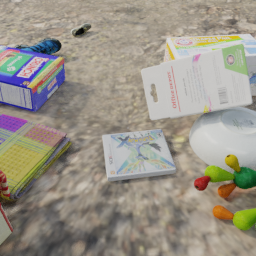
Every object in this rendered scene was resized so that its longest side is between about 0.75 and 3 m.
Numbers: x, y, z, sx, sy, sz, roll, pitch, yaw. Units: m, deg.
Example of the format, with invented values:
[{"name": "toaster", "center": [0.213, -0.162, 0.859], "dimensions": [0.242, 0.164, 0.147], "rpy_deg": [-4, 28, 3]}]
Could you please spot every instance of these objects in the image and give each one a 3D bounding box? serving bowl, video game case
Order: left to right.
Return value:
[{"name": "video game case", "center": [0.219, 0.612, 6.860], "dimensions": [1.589, 0.175, 1.448], "rpy_deg": [-6, 41, -7]}, {"name": "serving bowl", "center": [2.727, 0.114, 7.014], "dimensions": [2.259, 0.743, 2.259], "rpy_deg": [1, 41, -1]}]

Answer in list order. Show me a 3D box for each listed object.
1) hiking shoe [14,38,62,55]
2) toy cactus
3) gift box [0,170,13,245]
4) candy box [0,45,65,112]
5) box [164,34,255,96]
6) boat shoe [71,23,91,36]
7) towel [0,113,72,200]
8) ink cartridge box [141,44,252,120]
[{"name": "hiking shoe", "center": [-3.387, -2.833, 10.592], "dimensions": [1.831, 0.681, 0.794], "rpy_deg": [-15, 49, -2]}, {"name": "toy cactus", "center": [2.901, 1.199, 5.531], "dimensions": [2.720, 1.391, 2.244], "rpy_deg": [17, 33, 31]}, {"name": "gift box", "center": [-3.535, 1.168, 4.282], "dimensions": [2.613, 2.832, 2.644], "rpy_deg": [24, 45, 18]}, {"name": "candy box", "center": [-3.491, -1.641, 8.817], "dimensions": [2.372, 0.914, 2.006], "rpy_deg": [15, 41, 8]}, {"name": "box", "center": [2.652, -1.939, 8.852], "dimensions": [2.821, 1.430, 1.587], "rpy_deg": [-5, 41, -5]}, {"name": "boat shoe", "center": [-2.041, -4.373, 12.523], "dimensions": [1.041, 0.372, 0.311], "rpy_deg": [-33, 50, -24]}, {"name": "towel", "center": [-3.163, 0.513, 6.871], "dimensions": [2.995, 0.341, 2.151], "rpy_deg": [16, 44, 19]}, {"name": "ink cartridge box", "center": [1.687, -1.078, 7.059], "dimensions": [2.449, 1.434, 0.824], "rpy_deg": [-9, 6, 18]}]
